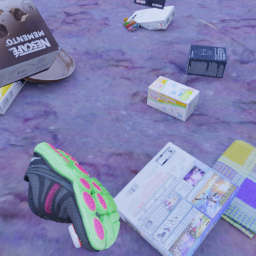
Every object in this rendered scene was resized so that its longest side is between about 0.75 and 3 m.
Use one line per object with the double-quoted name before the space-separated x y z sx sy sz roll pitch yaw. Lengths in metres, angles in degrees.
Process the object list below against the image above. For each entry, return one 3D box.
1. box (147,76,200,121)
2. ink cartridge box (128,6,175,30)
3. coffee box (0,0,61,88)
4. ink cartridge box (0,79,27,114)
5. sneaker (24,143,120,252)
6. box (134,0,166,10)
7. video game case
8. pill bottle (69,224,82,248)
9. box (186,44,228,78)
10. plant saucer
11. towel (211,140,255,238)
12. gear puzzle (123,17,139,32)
"box" 1.533 -1.046 9.734 1.551 0.786 0.872 27 50 25
"ink cartridge box" 1.162 -5.724 14.788 2.267 0.568 1.839 2 43 29
"coffee box" -2.878 -1.502 5.278 2.691 1.074 1.521 -32 93 -34
"ink cartridge box" -5.382 -1.620 10.475 2.643 0.621 2.612 6 46 4
"sneaker" -0.936 1.098 4.286 2.278 0.874 0.954 35 91 46
"box" 0.909 -5.247 10.653 1.207 1.198 0.300 12 18 -1
"video game case" 1.136 1.754 6.891 2.143 0.537 2.364 34 64 31
"pill bottle" -0.866 2.347 6.536 0.939 0.528 0.528 -20 48 -19
"box" 3.193 -2.738 11.418 1.491 0.798 1.107 9 46 9
"plant saucer" -3.602 -2.633 11.028 2.944 0.472 2.944 16 38 -13
"towel" 3.191 1.432 7.613 1.905 0.302 2.653 35 54 29
"gear puzzle" 0.088 -5.384 14.317 0.631 0.160 1.218 -32 52 5
